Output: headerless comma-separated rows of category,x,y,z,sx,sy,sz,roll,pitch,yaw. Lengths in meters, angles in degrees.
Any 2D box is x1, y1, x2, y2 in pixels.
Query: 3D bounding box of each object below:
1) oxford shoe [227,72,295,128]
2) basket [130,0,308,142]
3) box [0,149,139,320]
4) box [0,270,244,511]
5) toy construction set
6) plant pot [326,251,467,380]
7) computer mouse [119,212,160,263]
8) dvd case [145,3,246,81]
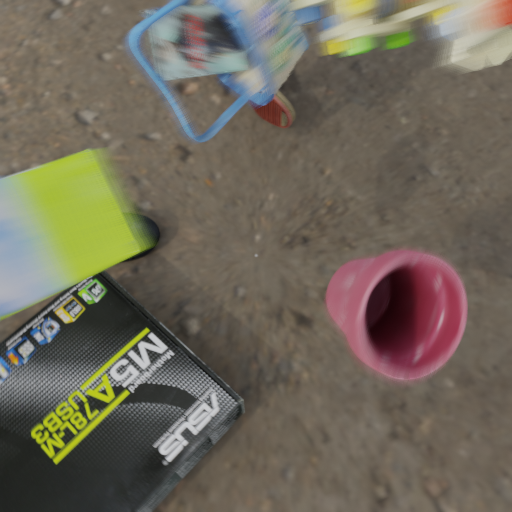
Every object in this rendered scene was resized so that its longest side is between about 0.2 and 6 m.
oxford shoe,0.155,-3.173,10.220,0.795,0.749,2.127,-29,65,-20
basket,-0.466,-2.836,7.578,2.130,1.878,1.481,-41,50,-4
box,-1.817,-0.124,4.362,1.601,0.382,0.976,-30,99,-37
box,-2.226,2.054,7.224,2.944,0.724,3.048,39,67,23
toy construction set,2.115,-3.291,7.036,2.174,1.528,3.316,-17,29,-22
plant pot,1.294,0.502,5.680,1.210,1.083,1.210,-3,100,-20
computer mouse,-2.978,-0.228,8.665,2.952,0.502,0.865,-8,61,-4
dvd case,-0.820,-3.007,7.862,1.326,0.968,0.146,-9,38,-7
